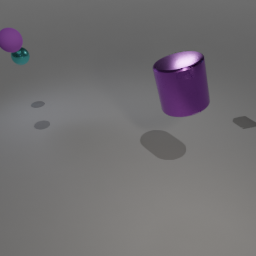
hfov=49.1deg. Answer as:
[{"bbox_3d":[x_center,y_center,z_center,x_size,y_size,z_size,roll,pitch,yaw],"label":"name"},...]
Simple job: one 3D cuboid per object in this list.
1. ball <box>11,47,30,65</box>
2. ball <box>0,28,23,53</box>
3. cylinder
[{"bbox_3d":[-4.259,-2.848,11.077,0.700,0.700,0.700,0,31,0],"label":"ball"},{"bbox_3d":[-3.457,-2.575,8.212,0.700,0.700,0.700,0,31,0],"label":"ball"},{"bbox_3d":[1.514,-1.243,7.888,1.400,1.400,1.400,-13,30,8],"label":"cylinder"}]
